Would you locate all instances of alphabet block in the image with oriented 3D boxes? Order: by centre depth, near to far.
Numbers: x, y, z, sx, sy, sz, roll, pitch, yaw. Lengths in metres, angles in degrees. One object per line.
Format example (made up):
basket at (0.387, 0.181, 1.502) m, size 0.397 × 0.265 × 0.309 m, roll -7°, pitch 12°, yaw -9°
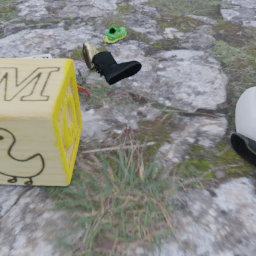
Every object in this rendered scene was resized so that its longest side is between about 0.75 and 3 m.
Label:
alphabet block at (-2.923, -0.214, 7.795) m, size 2.755 × 2.691 × 2.705 m, roll 0°, pitch 43°, yaw 2°

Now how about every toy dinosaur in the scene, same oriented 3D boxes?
toy dinosaur at (-2.556, -1.760, 10.994) m, size 1.655 × 0.958 × 1.824 m, roll -24°, pitch 56°, yaw 3°

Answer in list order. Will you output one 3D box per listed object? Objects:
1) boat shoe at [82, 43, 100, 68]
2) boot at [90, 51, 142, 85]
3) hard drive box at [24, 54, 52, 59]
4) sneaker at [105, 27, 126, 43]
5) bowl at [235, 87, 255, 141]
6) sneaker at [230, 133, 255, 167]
boat shoe at (-1.592, -3.381, 12.893) m, size 0.777 × 0.731 × 2.040 m, roll 0°, pitch 40°, yaw -18°
boot at (-0.364, -1.842, 8.071) m, size 1.247 × 0.461 × 1.022 m, roll -29°, pitch 62°, yaw -15°
hard drive box at (-4.000, -2.324, 11.623) m, size 1.890 × 0.726 × 1.473 m, roll -14°, pitch 43°, yaw -15°
sneaker at (-0.605, -4.989, 14.667) m, size 0.615 × 0.694 × 1.661 m, roll 22°, pitch 45°, yaw 24°
bowl at (5.119, -0.398, 9.231) m, size 2.797 × 1.044 × 2.793 m, roll 11°, pitch 43°, yaw 11°
sneaker at (4.010, 0.740, 8.310) m, size 0.992 × 0.571 × 1.901 m, roll -8°, pitch 37°, yaw -24°
